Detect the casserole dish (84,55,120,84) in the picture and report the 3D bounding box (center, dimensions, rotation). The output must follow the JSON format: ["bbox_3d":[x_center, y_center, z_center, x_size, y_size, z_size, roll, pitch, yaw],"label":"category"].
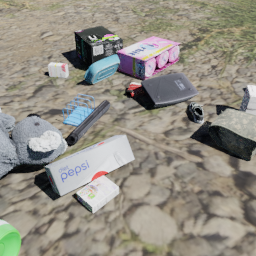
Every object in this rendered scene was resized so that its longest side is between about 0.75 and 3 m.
[{"bbox_3d":[-1.026,-2.419,11.750,1.883,1.140,0.365,-32,76,-37],"label":"casserole dish"}]

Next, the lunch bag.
[{"bbox_3d":[3.331,0.092,8.531,1.530,0.900,1.255,30,47,27],"label":"lunch bag"}]

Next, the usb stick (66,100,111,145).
[{"bbox_3d":[-1.245,-0.226,9.208,0.360,0.613,2.209,44,43,-5],"label":"usb stick"}]

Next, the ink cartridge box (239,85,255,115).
[{"bbox_3d":[4.176,-0.806,9.544,0.458,1.081,0.787,7,38,9],"label":"ink cartridge box"}]

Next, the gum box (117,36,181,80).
[{"bbox_3d":[1.040,-3.327,12.951,1.596,0.930,2.812,27,45,32],"label":"gum box"}]

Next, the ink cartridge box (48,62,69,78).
[{"bbox_3d":[-3.030,-2.523,12.217,0.777,0.564,0.324,7,36,9],"label":"ink cartridge box"}]

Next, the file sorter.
[{"bbox_3d":[-1.671,-0.626,9.671,0.738,0.653,1.064,13,39,16],"label":"file sorter"}]

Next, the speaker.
[{"bbox_3d":[-3.581,2.119,5.645,2.690,1.190,1.190,13,39,16],"label":"speaker"}]

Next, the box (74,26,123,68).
[{"bbox_3d":[-1.397,-3.758,13.193,1.596,1.336,2.149,-19,41,-23],"label":"box"}]

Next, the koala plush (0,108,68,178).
[{"bbox_3d":[-2.806,0.415,7.326,2.354,2.087,2.163,1,77,-9],"label":"koala plush"}]

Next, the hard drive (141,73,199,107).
[{"bbox_3d":[1.565,-1.434,10.643,1.964,0.416,1.325,-16,58,-23],"label":"hard drive"}]

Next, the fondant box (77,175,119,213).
[{"bbox_3d":[-0.750,1.632,7.035,0.631,0.255,0.875,31,46,34],"label":"fondant box"}]

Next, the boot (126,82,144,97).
[{"bbox_3d":[0.483,-1.435,10.987,1.070,0.387,0.772,7,41,16],"label":"boot"}]

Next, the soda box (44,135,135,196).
[{"bbox_3d":[-0.971,0.920,7.364,2.221,0.758,0.705,-23,7,-27],"label":"soda box"}]

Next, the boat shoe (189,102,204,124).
[{"bbox_3d":[2.438,-0.644,9.893,0.434,0.401,1.175,3,37,4],"label":"boat shoe"}]
